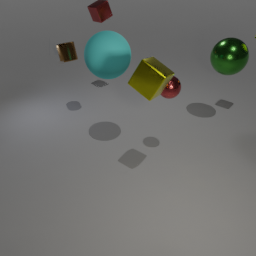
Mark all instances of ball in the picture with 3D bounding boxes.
[{"bbox_3d":[3.857,-2.716,10.671,1.400,1.400,1.400,0,31,0],"label":"ball"},{"bbox_3d":[1.238,-1.226,8.384,0.700,0.700,0.700,0,31,0],"label":"ball"},{"bbox_3d":[-0.603,-2.158,8.330,1.400,1.400,1.400,0,31,0],"label":"ball"}]

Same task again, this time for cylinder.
[{"bbox_3d":[-2.389,-2.976,11.006,0.700,0.700,0.700,-11,17,3],"label":"cylinder"}]

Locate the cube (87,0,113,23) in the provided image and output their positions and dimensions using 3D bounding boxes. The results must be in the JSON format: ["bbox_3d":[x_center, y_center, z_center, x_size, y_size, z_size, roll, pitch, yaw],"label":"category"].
[{"bbox_3d":[-1.229,-5.159,12.360,0.700,0.700,0.700,-40,43,-19],"label":"cube"}]

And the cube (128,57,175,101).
[{"bbox_3d":[0.555,-1.180,6.651,0.700,0.700,0.700,40,31,9],"label":"cube"}]
